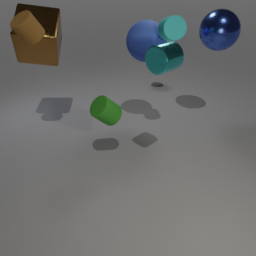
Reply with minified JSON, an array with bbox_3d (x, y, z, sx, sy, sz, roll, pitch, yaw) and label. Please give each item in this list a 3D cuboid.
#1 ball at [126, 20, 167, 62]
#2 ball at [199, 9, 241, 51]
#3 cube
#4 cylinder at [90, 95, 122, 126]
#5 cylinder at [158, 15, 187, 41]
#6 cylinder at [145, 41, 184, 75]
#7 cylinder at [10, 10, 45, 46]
[{"bbox_3d":[0.636,-2.988,9.661,1.400,1.400,1.400,0,29,0],"label":"ball"},{"bbox_3d":[3.214,-3.429,9.836,1.400,1.400,1.400,0,29,0],"label":"ball"},{"bbox_3d":[-3.071,-3.159,9.610,1.400,1.400,1.400,4,62,-9],"label":"cube"},{"bbox_3d":[-0.650,-0.509,8.288,0.700,0.700,0.700,32,1,-45],"label":"cylinder"},{"bbox_3d":[1.313,-2.981,8.398,0.700,0.700,0.700,-4,17,-8],"label":"cylinder"},{"bbox_3d":[0.902,-1.734,6.929,0.700,0.700,0.700,26,38,37],"label":"cylinder"},{"bbox_3d":[-2.898,-2.889,8.111,0.700,0.700,0.700,-13,55,19],"label":"cylinder"}]
